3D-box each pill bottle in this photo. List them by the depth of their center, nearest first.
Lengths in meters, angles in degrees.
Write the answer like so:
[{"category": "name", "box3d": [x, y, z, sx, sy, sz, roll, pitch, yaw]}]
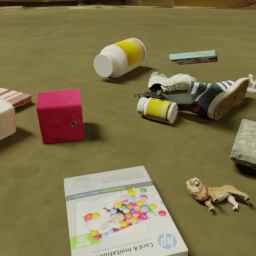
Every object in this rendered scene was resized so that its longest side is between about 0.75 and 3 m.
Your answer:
[{"category": "pill bottle", "box3d": [1.005, -0.638, 9.680, 1.265, 0.723, 0.723, 16, 33, 25]}, {"category": "pill bottle", "box3d": [-0.387, -3.441, 13.892, 1.542, 1.542, 2.958, 16, 32, 26]}]

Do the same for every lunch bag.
[{"category": "lunch bag", "box3d": [3.467, 0.571, 7.229, 1.397, 1.001, 1.703, 15, 27, 24]}]

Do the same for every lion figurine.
[{"category": "lion figurine", "box3d": [2.016, 1.469, 6.264, 1.339, 0.485, 0.820, 9, 19, -13]}]

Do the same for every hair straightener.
[{"category": "hair straightener", "box3d": [1.236, -1.128, 10.024, 2.602, 1.001, 0.532, 13, 66, 37]}]

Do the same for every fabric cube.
[{"category": "fabric cube", "box3d": [-2.062, -0.386, 8.686, 1.274, 1.254, 1.279, -6, 30, -11]}]

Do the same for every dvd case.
[{"category": "dvd case", "box3d": [2.114, -2.184, 8.790, 1.308, 0.197, 1.792, 0, 8, 21]}]

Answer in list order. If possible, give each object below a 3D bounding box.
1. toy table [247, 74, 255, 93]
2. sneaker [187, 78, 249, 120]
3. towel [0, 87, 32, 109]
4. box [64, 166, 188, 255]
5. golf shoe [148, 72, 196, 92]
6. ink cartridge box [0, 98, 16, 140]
[{"category": "toy table", "box3d": [5.450, -1.944, 12.232, 0.865, 0.551, 0.941, -8, 31, -14]}, {"category": "sneaker", "box3d": [3.361, -1.375, 10.699, 1.614, 1.042, 2.975, 26, 41, 35]}, {"category": "towel", "box3d": [-5.417, -1.004, 10.802, 2.863, 0.326, 2.062, 15, 34, 28]}, {"category": "box", "box3d": [-0.223, 1.776, 5.566, 1.916, 0.506, 2.457, -7, 31, -13]}, {"category": "golf shoe", "box3d": [1.859, -1.795, 11.983, 2.050, 0.803, 0.997, 6, 46, 22]}, {"category": "ink cartridge box", "box3d": [-4.865, -0.126, 8.107, 1.828, 1.064, 2.510, 28, 40, 21]}]
